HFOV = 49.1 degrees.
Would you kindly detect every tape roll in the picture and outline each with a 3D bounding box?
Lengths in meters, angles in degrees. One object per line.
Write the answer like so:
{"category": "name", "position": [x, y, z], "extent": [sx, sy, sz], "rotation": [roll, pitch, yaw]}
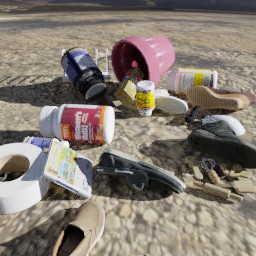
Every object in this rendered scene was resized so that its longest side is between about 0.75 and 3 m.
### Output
{"category": "tape roll", "position": [-3.397, 1.410, 8.189], "extent": [2.185, 0.764, 2.185], "rotation": [1, 38, -1]}

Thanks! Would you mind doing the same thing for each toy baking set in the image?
{"category": "toy baking set", "position": [2.800, 1.533, 8.819], "extent": [2.264, 0.263, 1.737], "rotation": [14, 29, 22]}

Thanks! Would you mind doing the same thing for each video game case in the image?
{"category": "video game case", "position": [-1.762, 1.210, 8.478], "extent": [1.528, 0.192, 1.679], "rotation": [34, 23, -22]}

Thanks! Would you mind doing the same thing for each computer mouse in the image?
{"category": "computer mouse", "position": [3.669, -0.343, 11.807], "extent": [2.527, 0.554, 1.386], "rotation": [20, 35, 31]}

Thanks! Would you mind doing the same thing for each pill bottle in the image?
{"category": "pill bottle", "position": [0.765, -1.277, 12.391], "extent": [0.806, 1.476, 0.806], "rotation": [-3, 35, 2]}
{"category": "pill bottle", "position": [-1.899, -0.174, 10.607], "extent": [2.608, 1.429, 1.429], "rotation": [3, 29, 6]}
{"category": "pill bottle", "position": [3.293, -2.405, 14.668], "extent": [2.508, 1.370, 1.370], "rotation": [7, 30, 12]}
{"category": "pill bottle", "position": [-2.205, -2.704, 14.307], "extent": [1.603, 1.603, 2.867], "rotation": [-17, 56, -27]}
{"category": "pill bottle", "position": [-2.807, 0.752, 9.573], "extent": [1.438, 0.832, 0.832], "rotation": [3, 29, 5]}

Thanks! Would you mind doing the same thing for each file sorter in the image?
{"category": "file sorter", "position": [-2.442, -3.748, 16.486], "extent": [2.722, 1.695, 1.889], "rotation": [-3, 21, -7]}

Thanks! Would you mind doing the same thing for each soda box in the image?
{"category": "soda box", "position": [0.097, -2.153, 13.919], "extent": [0.720, 0.680, 2.126], "rotation": [-23, 31, 39]}

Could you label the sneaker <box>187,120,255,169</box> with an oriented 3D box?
{"category": "sneaker", "position": [3.640, 0.458, 9.869], "extent": [2.737, 1.046, 1.568], "rotation": [18, 40, 38]}

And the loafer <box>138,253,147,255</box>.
{"category": "loafer", "position": [0.109, 3.112, 5.696], "extent": [0.489, 0.488, 1.397], "rotation": [12, 31, 20]}

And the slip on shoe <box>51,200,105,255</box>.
{"category": "slip on shoe", "position": [-1.176, 2.473, 6.603], "extent": [0.896, 0.714, 2.356], "rotation": [9, 30, 15]}

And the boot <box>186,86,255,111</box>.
{"category": "boot", "position": [4.586, -1.494, 13.797], "extent": [2.895, 1.047, 2.408], "rotation": [21, 23, 35]}

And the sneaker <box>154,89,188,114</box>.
{"category": "sneaker", "position": [1.898, -1.377, 13.378], "extent": [2.284, 0.841, 1.320], "rotation": [14, 35, 26]}

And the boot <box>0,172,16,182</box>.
{"category": "boot", "position": [-3.628, 1.486, 8.389], "extent": [0.383, 0.684, 0.989], "rotation": [-13, 28, -14]}

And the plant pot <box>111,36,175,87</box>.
{"category": "plant pot", "position": [0.965, -3.607, 14.859], "extent": [2.907, 2.907, 2.602], "rotation": [26, 47, 38]}

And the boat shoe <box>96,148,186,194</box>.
{"category": "boat shoe", "position": [0.344, 1.474, 8.476], "extent": [2.777, 0.997, 0.939], "rotation": [18, 71, 17]}
